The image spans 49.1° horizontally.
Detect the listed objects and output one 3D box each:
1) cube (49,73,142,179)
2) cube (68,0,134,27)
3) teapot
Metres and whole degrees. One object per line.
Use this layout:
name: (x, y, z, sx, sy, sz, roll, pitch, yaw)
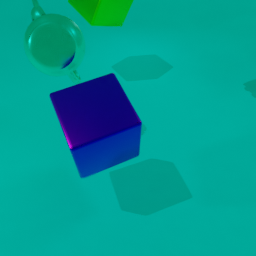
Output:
cube: (-0.519, -0.023, 4.738, 1.130, 1.130, 1.130, -21, 61, -13)
cube: (-0.740, -3.885, 8.175, 1.289, 1.289, 1.289, -19, 60, -44)
teapot: (-1.482, -1.744, 5.695, 1.198, 1.926, 0.943, -26, 20, 7)
